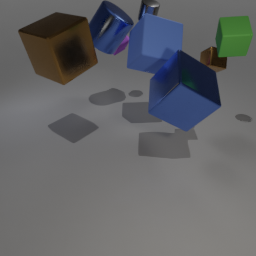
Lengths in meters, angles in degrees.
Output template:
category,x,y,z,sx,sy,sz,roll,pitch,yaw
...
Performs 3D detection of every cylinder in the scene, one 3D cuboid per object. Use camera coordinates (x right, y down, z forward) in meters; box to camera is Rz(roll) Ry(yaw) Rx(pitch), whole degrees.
category,x,y,z,sx,sy,sz,roll,pitch,yaw
cylinder,0.768,-4.335,10.438,0.700,0.700,0.700,8,45,-8
cylinder,-0.725,-3.759,10.543,1.400,1.400,1.400,30,31,-20

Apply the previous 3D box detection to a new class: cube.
category,x,y,z,sx,sy,sz,roll,pitch,yaw
cube,-1.938,-2.295,7.978,1.400,1.400,1.400,24,52,34
cube,2.635,-2.287,7.030,0.700,0.700,0.700,-1,59,7
cube,-0.466,-3.645,11.816,0.700,0.700,0.700,48,57,3
cube,1.539,-1.008,7.856,1.400,1.400,1.400,24,48,-21
cube,3.101,-2.462,10.191,0.700,0.700,0.700,7,-5,-18
cube,0.885,-2.756,9.489,1.400,1.400,1.400,8,-9,-20
